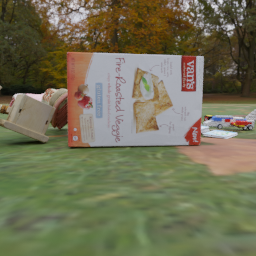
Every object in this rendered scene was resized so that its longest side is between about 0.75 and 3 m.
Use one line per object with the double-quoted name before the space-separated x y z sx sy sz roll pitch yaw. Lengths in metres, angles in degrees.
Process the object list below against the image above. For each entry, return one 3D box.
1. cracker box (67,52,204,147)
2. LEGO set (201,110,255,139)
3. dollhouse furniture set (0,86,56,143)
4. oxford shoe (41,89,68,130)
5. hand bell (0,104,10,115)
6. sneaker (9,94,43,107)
"cracker box" 0.117 -0.481 4.951 2.318 1.552 0.669 -1 6 -8
"LEGO set" 2.080 -0.217 7.255 1.927 0.633 2.580 9 10 38
"dollhouse furniture set" -3.144 -0.170 5.594 2.377 1.495 2.688 26 -11 -32
"oxford shoe" -1.722 -0.530 6.573 0.829 0.865 2.343 -46 4 -17
"hand bell" -4.089 -0.579 9.445 2.832 1.475 1.475 13 4 -8
"sneaker" -3.815 -0.900 11.083 1.513 1.090 2.895 4 9 -14
